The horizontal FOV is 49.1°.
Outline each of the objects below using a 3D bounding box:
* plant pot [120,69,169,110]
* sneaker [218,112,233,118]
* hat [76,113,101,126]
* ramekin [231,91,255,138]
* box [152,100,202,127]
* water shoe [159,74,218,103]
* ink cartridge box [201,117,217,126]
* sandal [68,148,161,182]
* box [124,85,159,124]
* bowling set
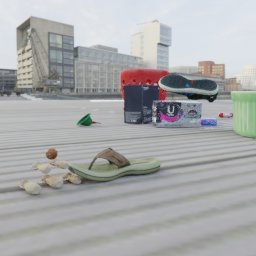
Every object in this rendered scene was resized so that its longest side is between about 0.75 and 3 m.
[{"bbox_3d":[0.947,-2.023,15.961,2.747,2.502,2.747,0,8,0],"label":"plant pot"},{"bbox_3d":[4.884,-0.633,13.867,0.780,0.278,0.439,0,3,-17],"label":"sneaker"},{"bbox_3d":[-1.449,-0.126,10.654,0.782,0.689,0.648,-42,20,-10],"label":"hat"},{"bbox_3d":[4.321,-0.417,8.082,2.607,1.273,2.607,0,7,0],"label":"ramekin"},{"bbox_3d":[1.788,-0.548,10.431,1.655,0.950,1.094,0,7,-3],"label":"box"},{"bbox_3d":[1.975,-1.232,9.352,1.974,0.706,0.779,14,-33,24],"label":"water shoe"},{"bbox_3d":[3.075,-0.259,11.053,0.751,0.264,1.259,1,9,11],"label":"ink cartridge box"},{"bbox_3d":[-0.187,0.497,4.231,1.485,0.424,0.590,-4,9,-29],"label":"sandal"},{"bbox_3d":[0.608,-1.027,11.835,0.891,1.558,1.712,4,7,29],"label":"box"},{"bbox_3d":[-1.022,0.521,3.716,0.793,0.552,0.426,-1,5,-43],"label":"bowling set"}]
